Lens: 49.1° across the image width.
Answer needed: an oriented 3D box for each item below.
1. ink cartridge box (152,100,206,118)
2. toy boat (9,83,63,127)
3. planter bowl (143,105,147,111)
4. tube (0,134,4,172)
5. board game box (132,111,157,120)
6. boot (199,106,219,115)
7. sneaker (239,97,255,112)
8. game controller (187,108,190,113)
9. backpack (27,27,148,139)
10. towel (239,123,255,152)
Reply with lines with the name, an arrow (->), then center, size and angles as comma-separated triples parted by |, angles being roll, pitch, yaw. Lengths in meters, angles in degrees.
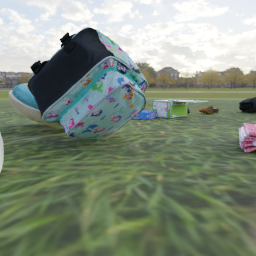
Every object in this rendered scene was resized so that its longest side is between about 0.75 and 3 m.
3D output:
ink cartridge box -> 2.179, -0.812, 11.794 | 1.929, 0.731, 1.426 | 6, 10, 39
toy boat -> -2.257, -1.072, 8.286 | 2.236, 1.236, 2.660 | 11, 26, -22
planter bowl -> 0.450, -0.920, 13.825 | 1.022, 0.426, 1.022 | 1, 7, 0
tube -> -2.895, 0.403, 3.354 | 2.526, 0.636, 0.978 | -6, -4, -10
board game box -> 0.401, -0.552, 11.465 | 1.317, 0.296, 1.002 | 3, 8, 21
boot -> 3.815, -0.892, 13.652 | 0.832, 0.411, 1.071 | 7, 10, 43
sneaker -> 6.332, -1.124, 14.301 | 1.148, 0.960, 2.528 | -8, -1, 14
game controller -> 2.241, -0.979, 14.630 | 1.251, 0.505, 2.397 | 13, 4, -16
backpack -> -0.641, -0.816, 6.174 | 2.071, 1.756, 2.333 | -39, -15, 17
towel -> 3.452, 0.246, 5.332 | 2.517, 0.376, 1.842 | 5, 9, 20
